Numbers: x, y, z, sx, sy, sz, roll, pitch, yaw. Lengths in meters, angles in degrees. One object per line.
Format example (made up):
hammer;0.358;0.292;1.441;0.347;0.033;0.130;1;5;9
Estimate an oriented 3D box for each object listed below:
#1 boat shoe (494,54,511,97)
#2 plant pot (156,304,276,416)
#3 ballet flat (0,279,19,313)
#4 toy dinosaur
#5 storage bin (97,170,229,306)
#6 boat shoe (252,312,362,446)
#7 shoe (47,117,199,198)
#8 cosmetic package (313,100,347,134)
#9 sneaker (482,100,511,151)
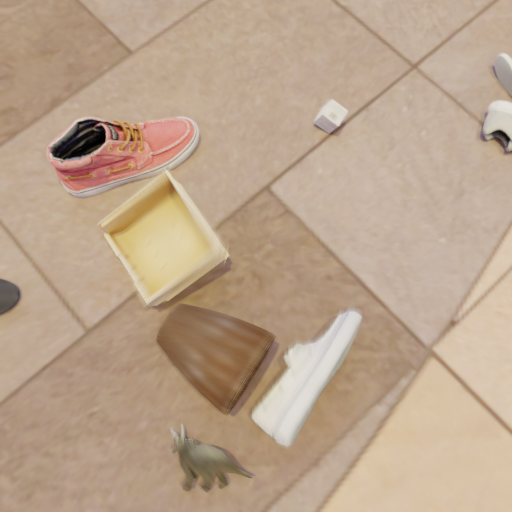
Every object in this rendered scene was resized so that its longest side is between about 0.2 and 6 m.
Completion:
boat shoe;5.589;-3.628;11.770;0.485;0.538;1.523;-27;81;-9
plant pot;-0.773;1.548;9.405;1.658;1.550;1.550;31;74;10
ballet flat;-5.599;0.725;10.086;2.404;0.878;0.878;-1;71;-1
toy dinosaur;-0.836;3.383;9.110;1.542;0.593;0.788;8;104;25
storage bin;-1.703;-0.260;10.135;1.734;0.819;1.747;-36;78;6
boat shoe;0.853;1.890;9.530;0.860;0.947;2.575;29;69;19
shoe;-2.498;-2.138;10.797;2.920;1.328;1.043;-24;73;-8
cosmetic package;1.512;-2.837;11.421;0.418;0.499;0.415;34;75;-11
sneaker;5.483;-2.391;11.302;1.886;0.714;0.867;24;80;16
